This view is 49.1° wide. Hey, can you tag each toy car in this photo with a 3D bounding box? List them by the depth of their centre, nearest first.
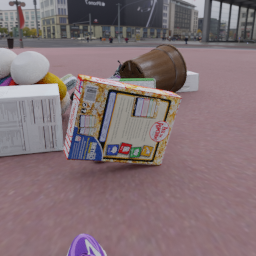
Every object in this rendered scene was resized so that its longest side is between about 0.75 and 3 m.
[{"bbox_3d":[-3.424,-1.048,8.951,2.793,2.445,2.095,13,62,24],"label":"toy car"}]

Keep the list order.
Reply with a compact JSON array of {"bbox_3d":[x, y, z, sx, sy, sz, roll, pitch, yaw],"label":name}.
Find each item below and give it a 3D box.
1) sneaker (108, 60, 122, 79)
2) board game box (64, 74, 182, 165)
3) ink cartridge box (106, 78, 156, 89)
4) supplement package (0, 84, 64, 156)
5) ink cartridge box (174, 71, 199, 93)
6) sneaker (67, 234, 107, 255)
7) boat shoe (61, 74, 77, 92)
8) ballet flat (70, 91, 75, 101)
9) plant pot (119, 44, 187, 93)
[{"bbox_3d":[-0.606,-2.667,14.024,2.026,1.417,0.787,-6,20,-16],"label":"sneaker"},{"bbox_3d":[-0.102,-0.088,5.780,2.141,1.622,0.496,8,18,-24],"label":"board game box"},{"bbox_3d":[-0.441,-0.848,8.544,1.903,1.096,2.608,-4,5,-12],"label":"ink cartridge box"},{"bbox_3d":[-2.704,-0.253,7.163,1.934,1.457,1.468,-5,20,-14],"label":"supplement package"},{"bbox_3d":[2.423,-2.468,14.268,1.525,0.880,2.087,-7,21,-19],"label":"ink cartridge box"},{"bbox_3d":[-0.472,1.656,3.101,0.579,0.600,1.437,-2,19,-7],"label":"sneaker"},{"bbox_3d":[-2.777,-1.584,11.162,1.630,0.587,0.506,-32,50,-14],"label":"boat shoe"},{"bbox_3d":[-1.569,-1.361,11.175,2.104,0.720,0.715,10,60,28],"label":"ballet flat"},{"bbox_3d":[0.981,-2.338,12.291,2.245,2.268,2.268,-24,30,-33],"label":"plant pot"}]
